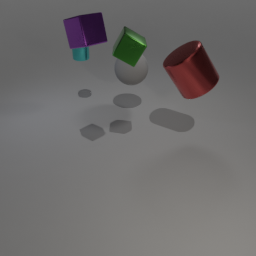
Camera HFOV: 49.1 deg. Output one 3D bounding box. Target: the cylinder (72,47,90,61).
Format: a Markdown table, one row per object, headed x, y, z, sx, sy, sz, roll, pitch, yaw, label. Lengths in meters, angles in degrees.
| x | y | z | sx | sy | sz | roll | pitch | yaw | label |
| --- | --- | --- | --- | --- | --- | --- | --- | --- | --- |
| -1.966 | -3.224 | 11.629 | 0.700 | 0.700 | 0.700 | 1 | 34 | -1 | cylinder |

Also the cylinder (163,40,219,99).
| x | y | z | sx | sy | sz | roll | pitch | yaw | label |
| --- | --- | --- | --- | --- | --- | --- | --- | --- | --- |
| 2.099 | -1.922 | 9.334 | 1.400 | 1.400 | 1.400 | -30 | 27 | 17 | cylinder |

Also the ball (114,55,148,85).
| x | y | z | sx | sy | sz | roll | pitch | yaw | label |
| --- | --- | --- | --- | --- | --- | --- | --- | --- | --- |
| 0.136 | -2.466 | 11.542 | 1.400 | 1.400 | 1.400 | 0 | 33 | 0 | ball |

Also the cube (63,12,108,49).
| x | y | z | sx | sy | sz | roll | pitch | yaw | label |
| --- | --- | --- | --- | --- | --- | --- | --- | --- | --- |
| -1.033 | -2.365 | 6.825 | 0.700 | 0.700 | 0.700 | -28 | 26 | -38 | cube |

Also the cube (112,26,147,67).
| x | y | z | sx | sy | sz | roll | pitch | yaw | label |
| --- | --- | --- | --- | --- | --- | --- | --- | --- | --- |
| 0.036 | -2.252 | 7.746 | 0.700 | 0.700 | 0.700 | 25 | 31 | -17 | cube |
